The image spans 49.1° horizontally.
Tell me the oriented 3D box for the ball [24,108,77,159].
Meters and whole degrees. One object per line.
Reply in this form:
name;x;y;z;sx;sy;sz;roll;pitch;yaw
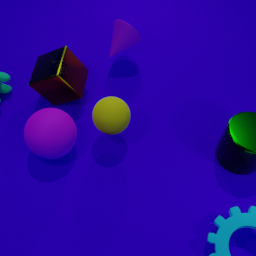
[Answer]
ball;-2.046;0.145;7.450;1.355;1.355;1.355;0;56;0

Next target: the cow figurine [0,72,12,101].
cow figurine;-4.495;-1.456;8.802;1.548;0.863;1.573;14;42;3

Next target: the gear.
gear;2.653;2.627;6.088;1.758;0.325;1.758;-6;63;12

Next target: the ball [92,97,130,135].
ball;-0.440;-0.327;7.446;1.011;1.011;1.011;0;56;0

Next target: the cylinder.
cylinder;3.067;0.413;7.327;1.246;1.246;1.246;0;56;0

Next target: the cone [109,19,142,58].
cone;-0.300;-2.754;9.247;1.103;1.103;1.107;33;85;20

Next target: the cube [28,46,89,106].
cube;-2.051;-1.535;8.432;1.150;1.150;1.150;-11;56;27
